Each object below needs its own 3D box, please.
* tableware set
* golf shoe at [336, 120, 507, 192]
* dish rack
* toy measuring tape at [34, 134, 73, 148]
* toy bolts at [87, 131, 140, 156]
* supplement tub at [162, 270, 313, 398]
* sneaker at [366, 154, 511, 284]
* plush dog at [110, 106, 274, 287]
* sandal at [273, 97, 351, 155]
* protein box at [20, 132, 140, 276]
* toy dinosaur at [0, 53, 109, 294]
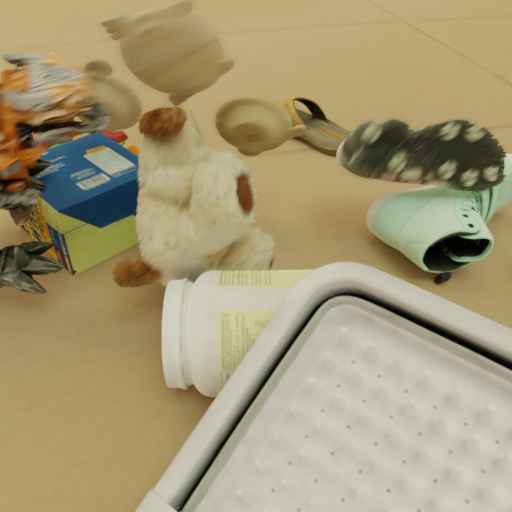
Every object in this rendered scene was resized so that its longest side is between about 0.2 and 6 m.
[{"bbox_3d":[-1.053,-1.926,7.745,2.726,3.263,0.379,-17,52,34],"label":"tableware set"},{"bbox_3d":[2.298,-1.412,7.828,2.380,0.919,1.048,6,1,-11],"label":"golf shoe"},{"bbox_3d":[0.883,2.010,4.255,3.056,0.775,3.561,26,71,30],"label":"dish rack"},{"bbox_3d":[-3.673,-2.014,10.239,0.746,0.746,2.027,-13,40,-16],"label":"toy measuring tape"},{"bbox_3d":[-2.555,-1.726,9.762,1.217,1.274,0.884,40,85,3],"label":"toy bolts"},{"bbox_3d":[0.013,0.832,6.088,1.903,1.380,1.380,0,38,0],"label":"supplement tub"},{"bbox_3d":[3.198,-0.524,8.067,2.773,1.020,1.636,-20,36,-9],"label":"sneaker"},{"bbox_3d":[-0.873,-0.675,6.764,1.839,2.293,1.969,-14,61,5],"label":"plush dog"},{"bbox_3d":[0.933,-2.751,11.151,2.613,0.706,1.049,30,47,32],"label":"sandal"},{"bbox_3d":[-2.550,-0.863,8.422,1.657,1.126,1.669,-31,48,-33],"label":"protein box"},{"bbox_3d":[-3.563,-1.003,6.206,4.091,2.776,2.089,2,69,14],"label":"toy dinosaur"}]
